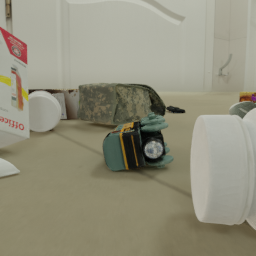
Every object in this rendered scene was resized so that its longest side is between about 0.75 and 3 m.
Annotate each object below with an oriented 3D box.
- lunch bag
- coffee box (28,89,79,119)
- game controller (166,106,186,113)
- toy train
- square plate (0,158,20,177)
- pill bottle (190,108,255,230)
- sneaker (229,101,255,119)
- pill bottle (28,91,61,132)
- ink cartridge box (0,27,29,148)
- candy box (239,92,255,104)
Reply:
[{"bbox_3d":[-0.144,-0.759,8.852,2.255,1.326,1.850,0,7,-42],"label":"lunch bag"},{"bbox_3d":[-2.393,-0.926,10.526,2.704,1.079,1.528,-1,9,-6],"label":"coffee box"},{"bbox_3d":[2.168,-0.819,12.753,0.690,0.279,1.324,14,9,-5],"label":"game controller"},{"bbox_3d":[0.159,0.203,4.680,1.021,0.764,1.792,-9,9,3],"label":"toy train"},{"bbox_3d":[-2.724,0.533,3.967,1.738,0.250,1.755,-9,13,-43],"label":"square plate"},{"bbox_3d":[1.565,0.350,2.359,1.930,1.103,1.103,1,9,5],"label":"pill bottle"},{"bbox_3d":[3.664,-0.361,8.432,2.156,0.758,0.864,3,1,-33],"label":"sneaker"},{"bbox_3d":[-2.410,-0.479,7.770,1.073,1.073,1.884,-3,10,-16],"label":"pill bottle"},{"bbox_3d":[-2.635,-0.824,5.048,0.885,2.122,1.540,-15,-19,21],"label":"ink cartridge box"},{"bbox_3d":[5.621,-1.078,12.030,0.447,0.924,1.583,-8,12,-40],"label":"candy box"}]
